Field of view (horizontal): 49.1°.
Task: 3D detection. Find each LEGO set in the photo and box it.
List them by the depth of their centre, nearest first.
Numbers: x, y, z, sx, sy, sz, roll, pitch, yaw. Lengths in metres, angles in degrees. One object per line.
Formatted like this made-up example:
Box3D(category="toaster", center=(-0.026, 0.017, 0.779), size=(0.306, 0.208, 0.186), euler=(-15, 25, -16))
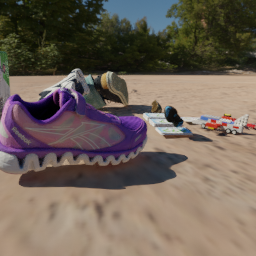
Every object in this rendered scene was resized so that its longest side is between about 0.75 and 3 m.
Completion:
Box3D(category="LEGO set", center=(1.760, -0.268, 7.122), size=(2.417, 0.593, 1.806), euler=(1, 15, -10))

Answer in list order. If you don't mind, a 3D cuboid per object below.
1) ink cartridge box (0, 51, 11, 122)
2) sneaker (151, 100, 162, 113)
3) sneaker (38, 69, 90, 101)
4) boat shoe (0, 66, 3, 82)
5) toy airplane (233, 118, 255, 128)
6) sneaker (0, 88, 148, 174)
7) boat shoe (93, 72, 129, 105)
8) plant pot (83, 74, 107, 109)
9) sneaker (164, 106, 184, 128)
Box3D(category="ink cartridge box", center=(-3.794, -0.878, 6.626), size=(1.119, 1.930, 2.666), euler=(0, 13, -3))
Box3D(category="sneaker", center=(0.988, -0.625, 9.230), size=(0.281, 0.376, 0.837), euler=(-40, 19, 20))
Box3D(category="sneaker", center=(-2.084, -1.050, 8.711), size=(1.492, 0.915, 2.293), euler=(-19, 30, 9))
Box3D(category="boat shoe", center=(-3.087, -0.421, 4.872), size=(2.127, 0.785, 0.727), euler=(-45, 2, -6))
Box3D(category="toy airplane", center=(2.966, -0.129, 7.217), size=(0.772, 0.142, 0.772), euler=(14, 5, -1))
Box3D(category="sneaker", center=(-0.740, -0.062, 4.267), size=(2.499, 1.105, 1.005), euler=(-4, 24, -29))
Box3D(category="boat shoe", center=(-0.534, -1.403, 10.349), size=(0.783, 0.938, 2.514), euler=(-8, -10, 16))
Box3D(category="plant pot", center=(-1.439, -1.204, 10.235), size=(0.844, 1.260, 1.260), euler=(-26, 13, 2))
Box3D(category="sneaker", center=(0.946, -0.288, 6.228), size=(0.346, 0.310, 0.846), euler=(51, 5, 34))
